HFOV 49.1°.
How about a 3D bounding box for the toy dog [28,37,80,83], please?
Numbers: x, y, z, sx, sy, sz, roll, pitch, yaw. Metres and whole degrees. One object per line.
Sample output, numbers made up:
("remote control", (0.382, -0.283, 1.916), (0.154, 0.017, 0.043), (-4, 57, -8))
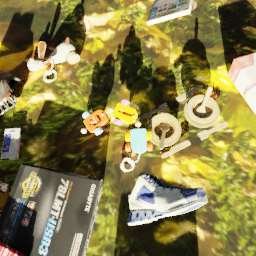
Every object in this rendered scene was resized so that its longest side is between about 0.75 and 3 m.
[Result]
("toy dog", (-2.895, -2.931, 11.006), (1.398, 1.021, 2.120), (39, 68, 19))

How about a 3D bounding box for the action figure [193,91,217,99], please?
("action figure", (2.747, -1.166, 10.338), (1.088, 0.539, 0.355), (-20, 58, -8))

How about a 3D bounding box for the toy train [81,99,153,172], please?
("toy train", (-0.287, 0.147, 9.569), (1.918, 0.710, 2.554), (-42, 77, 5))

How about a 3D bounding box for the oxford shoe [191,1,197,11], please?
("oxford shoe", (2.408, -5.463, 12.808), (1.403, 0.494, 0.525), (-15, 32, -4))

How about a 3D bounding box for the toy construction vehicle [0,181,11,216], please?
("toy construction vehicle", (-4.080, 2.160, 8.562), (1.276, 0.449, 1.111), (15, 72, 21))

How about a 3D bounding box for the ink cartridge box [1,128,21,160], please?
("ink cartridge box", (-3.981, 0.539, 9.574), (0.535, 0.209, 1.129), (-3, 64, -1))

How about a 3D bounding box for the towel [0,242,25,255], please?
("towel", (-4.027, 3.714, 7.482), (2.524, 0.284, 1.825), (23, 87, 13))

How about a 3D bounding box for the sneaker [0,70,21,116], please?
("sneaker", (-4.582, -0.954, 9.972), (1.091, 1.027, 2.664), (10, 62, -2))

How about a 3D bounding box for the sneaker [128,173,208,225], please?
("sneaker", (0.530, 1.095, 4.749), (1.421, 0.574, 0.821), (-24, 65, 24))

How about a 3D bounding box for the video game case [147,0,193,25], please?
("video game case", (1.547, -4.391, 10.127), (1.597, 0.189, 1.454), (-5, 51, 29))

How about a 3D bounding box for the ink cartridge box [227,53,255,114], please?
("ink cartridge box", (5.146, -1.441, 10.233), (1.636, 0.948, 2.810), (-17, 61, -9))

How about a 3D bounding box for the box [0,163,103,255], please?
("box", (-2.289, 2.550, 8.233), (2.609, 0.653, 2.629), (10, 62, 7))

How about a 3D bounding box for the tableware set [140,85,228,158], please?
("tableware set", (1.901, -0.319, 9.547), (2.715, 0.544, 1.795), (-27, 72, -6))
